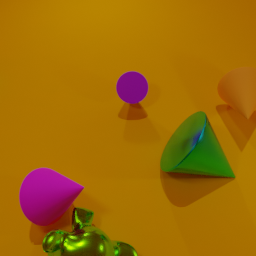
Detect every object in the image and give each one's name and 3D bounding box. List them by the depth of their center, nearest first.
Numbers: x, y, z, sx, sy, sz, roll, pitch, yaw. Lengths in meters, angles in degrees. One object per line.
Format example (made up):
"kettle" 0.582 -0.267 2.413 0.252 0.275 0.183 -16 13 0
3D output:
"monkey head" -0.756 2.069 5.151 1.838 1.108 1.322 22 55 -26
"cone" -1.275 1.264 5.524 1.197 1.193 1.193 -20 46 35
"cone" 1.868 0.722 6.462 1.618 1.612 1.612 34 58 -9
"cone" 2.933 -0.647 7.024 1.266 1.266 1.270 9 46 6
"cone" 0.101 -1.106 7.738 0.841 0.845 0.841 0 97 -1
